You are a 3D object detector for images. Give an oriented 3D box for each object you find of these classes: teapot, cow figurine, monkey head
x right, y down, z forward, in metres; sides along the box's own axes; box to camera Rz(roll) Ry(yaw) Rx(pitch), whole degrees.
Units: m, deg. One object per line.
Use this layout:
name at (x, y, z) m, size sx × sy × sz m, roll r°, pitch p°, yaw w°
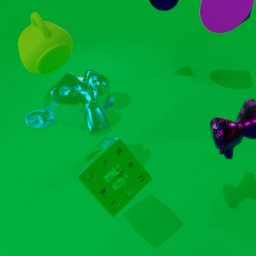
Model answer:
teapot at (-1.899, -1.813, 6.284) m, size 1.212 × 1.950 × 0.955 m, roll -36°, pitch 80°, yaw -19°
cow figurine at (1.823, -0.020, 4.070) m, size 1.183 × 0.650 × 1.164 m, roll -2°, pitch 25°, yaw 38°
monkey head at (-0.845, -0.329, 5.141) m, size 1.886 × 1.137 × 1.357 m, roll -19°, pitch 75°, yaw -31°

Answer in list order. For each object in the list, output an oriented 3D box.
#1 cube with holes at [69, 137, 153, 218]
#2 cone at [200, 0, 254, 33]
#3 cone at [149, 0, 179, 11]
cube with holes at (-0.264, 0.638, 3.892) m, size 0.719 × 0.719 × 0.719 m, roll -42°, pitch 12°, yaw -15°
cone at (3.375, -3.591, 8.588) m, size 1.671 × 1.665 × 1.665 m, roll -2°, pitch 30°, yaw -44°
cone at (1.145, -4.190, 8.437) m, size 0.916 × 0.916 × 0.920 m, roll 8°, pitch 52°, yaw 11°
